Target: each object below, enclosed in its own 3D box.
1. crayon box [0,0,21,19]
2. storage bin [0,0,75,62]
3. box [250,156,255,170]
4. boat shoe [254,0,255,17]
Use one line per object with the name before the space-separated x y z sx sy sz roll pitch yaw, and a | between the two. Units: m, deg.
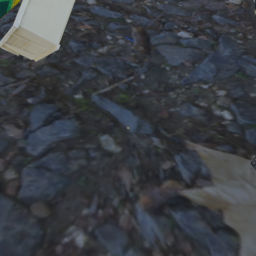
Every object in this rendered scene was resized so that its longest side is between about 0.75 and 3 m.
crayon box | -3.514 -3.201 7.588 1.237 0.361 1.068 9 58 49
storage bin | -2.328 -3.196 7.416 2.370 1.119 2.387 5 76 56
box | 2.993 0.568 4.696 1.409 0.931 0.808 5 38 -26
boat shoe | 2.822 -2.840 5.791 0.503 1.361 0.411 -2 38 19
